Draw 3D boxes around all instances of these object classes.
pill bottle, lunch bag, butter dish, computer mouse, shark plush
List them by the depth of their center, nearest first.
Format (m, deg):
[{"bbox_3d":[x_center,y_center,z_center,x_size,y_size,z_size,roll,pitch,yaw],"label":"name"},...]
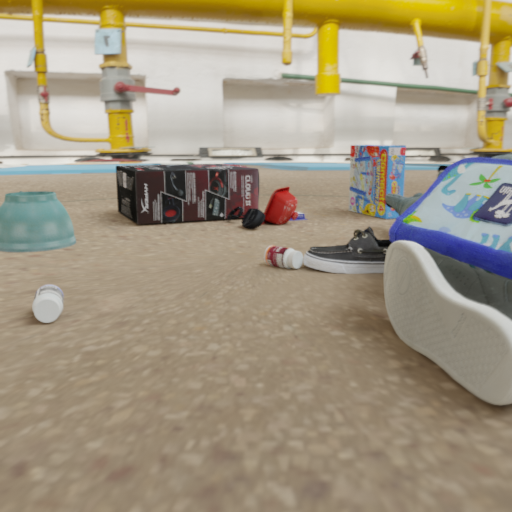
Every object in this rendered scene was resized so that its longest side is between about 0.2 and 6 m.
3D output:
[{"bbox_3d":[-2.536,0.587,6.831,0.349,0.349,0.614,-4,13,-17],"label":"pill bottle"},{"bbox_3d":[3.684,-0.298,7.427,2.989,1.904,2.541,-14,21,-32],"label":"lunch bag"},{"bbox_3d":[0.462,0.028,9.431,0.610,0.349,0.349,10,16,40],"label":"pill bottle"},{"bbox_3d":[3.853,-1.054,11.336,1.831,1.679,4.030,14,2,-2],"label":"shark plush"},{"bbox_3d":[-0.245,-0.923,13.750,0.303,0.521,1.779,32,-5,-26],"label":"computer mouse"},{"bbox_3d":[0.706,-1.143,13.987,0.742,1.001,1.004,30,23,19],"label":"butter dish"}]

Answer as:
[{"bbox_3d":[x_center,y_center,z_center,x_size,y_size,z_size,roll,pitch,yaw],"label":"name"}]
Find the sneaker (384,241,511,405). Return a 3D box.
[{"bbox_3d":[2.356,0.548,5.699,1.429,1.019,2.882,0,17,-11],"label":"sneaker"}]

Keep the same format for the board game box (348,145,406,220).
[{"bbox_3d":[3.312,-2.096,15.540,0.545,1.949,1.909,-5,12,-21],"label":"board game box"}]

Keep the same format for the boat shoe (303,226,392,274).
[{"bbox_3d":[1.898,-0.117,9.166,2.227,0.738,0.779,3,12,13],"label":"boat shoe"}]

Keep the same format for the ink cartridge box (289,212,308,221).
[{"bbox_3d":[0.866,-1.067,14.972,0.785,0.173,0.799,-5,12,-24],"label":"ink cartridge box"}]

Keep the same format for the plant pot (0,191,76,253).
[{"bbox_3d":[-4.510,-0.747,11.319,1.610,1.079,1.610,1,12,0],"label":"plant pot"}]

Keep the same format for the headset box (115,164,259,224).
[{"bbox_3d":[-1.767,-1.796,15.414,3.678,1.380,2.734,-5,13,-24],"label":"headset box"}]
